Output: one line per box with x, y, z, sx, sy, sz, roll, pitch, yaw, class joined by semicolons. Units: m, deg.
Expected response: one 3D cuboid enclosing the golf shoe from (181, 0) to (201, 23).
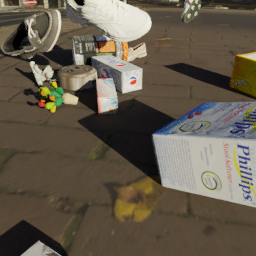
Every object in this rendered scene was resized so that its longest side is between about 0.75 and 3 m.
1.939;-3.994;8.637;0.679;1.542;0.595;26;4;26;golf shoe

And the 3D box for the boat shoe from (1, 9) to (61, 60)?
-2.118;-1.925;5.987;0.606;0.711;2.126;-9;1;-39;boat shoe

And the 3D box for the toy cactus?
-2.542;-1.062;10.103;1.408;0.872;1.706;13;22;-16;toy cactus

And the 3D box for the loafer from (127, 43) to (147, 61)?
0.187;-4.336;15.993;0.844;0.738;2.348;22;36;35;loafer

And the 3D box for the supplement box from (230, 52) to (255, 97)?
5.498;-1.954;10.879;1.385;1.394;2.545;-14;32;-26;supplement box

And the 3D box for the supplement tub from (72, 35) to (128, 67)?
-1.420;-3.829;14.119;2.664;1.632;1.632;-6;29;-13;supplement tub

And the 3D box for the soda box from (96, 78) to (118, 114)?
-0.801;-1.210;10.298;0.689;0.640;2.015;-4;29;-7;soda box

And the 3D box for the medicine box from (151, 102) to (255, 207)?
2.256;0.365;5.985;2.552;1.313;2.324;2;22;45;medicine box

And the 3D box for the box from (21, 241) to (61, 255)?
-1.417;2.377;3.961;1.058;0.323;1.336;19;33;30;box

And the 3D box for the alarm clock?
-1.943;-2.167;11.977;2.491;0.829;1.680;14;31;19;alarm clock

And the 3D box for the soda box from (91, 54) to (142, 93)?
-0.570;-2.457;12.312;0.989;0.919;2.897;-17;33;-28;soda box

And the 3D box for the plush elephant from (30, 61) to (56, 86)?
-3.674;-2.413;12.303;0.874;0.930;1.129;-23;63;-12;plush elephant

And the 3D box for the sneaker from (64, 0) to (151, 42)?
-0.695;-3.404;8.136;2.800;1.091;1.391;17;-7;9;sneaker
